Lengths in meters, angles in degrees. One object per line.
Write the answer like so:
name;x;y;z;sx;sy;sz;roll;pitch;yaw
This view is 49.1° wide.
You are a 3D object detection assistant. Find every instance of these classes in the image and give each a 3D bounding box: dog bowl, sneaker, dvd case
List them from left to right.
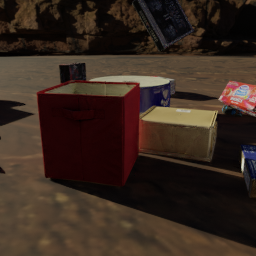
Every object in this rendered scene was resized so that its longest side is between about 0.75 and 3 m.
dog bowl;0.041;-1.037;9.239;2.709;1.067;2.709;0;17;0
dvd case;1.463;-4.244;10.838;0.329;1.997;2.658;-22;13;47
sneaker;3.352;-0.530;9.063;0.334;0.299;0.816;17;15;-18

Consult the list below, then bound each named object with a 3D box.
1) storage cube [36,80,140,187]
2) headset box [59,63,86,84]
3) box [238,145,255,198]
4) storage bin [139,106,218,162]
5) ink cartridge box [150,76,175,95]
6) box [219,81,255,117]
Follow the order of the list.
storage cube;-0.617;-0.001;5.141;1.464;1.540;1.713;4;19;11
headset box;-2.735;-2.552;13.806;0.621;1.230;1.655;6;19;22
box;3.173;0.774;4.545;2.436;0.395;1.476;3;18;15
storage bin;1.168;0.025;6.405;1.601;0.750;1.590;6;18;20
ink cartridge box;1.255;-1.952;12.851;1.145;0.650;1.571;-10;20;-30
box;3.776;-0.892;8.836;0.795;0.761;1.594;29;4;-26
